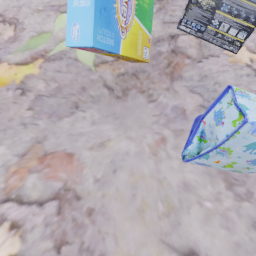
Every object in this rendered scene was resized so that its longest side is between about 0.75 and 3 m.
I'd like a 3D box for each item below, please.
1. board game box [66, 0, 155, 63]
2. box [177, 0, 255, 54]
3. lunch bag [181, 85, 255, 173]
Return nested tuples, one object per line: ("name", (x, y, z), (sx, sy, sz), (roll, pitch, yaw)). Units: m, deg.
("board game box", (-0.209, -2.622, 5.988), (0.577, 2.188, 2.860), (8, 10, 24))
("box", (1.855, -2.261, 5.638), (1.441, 1.162, 0.354), (24, 56, 1))
("lunch bag", (1.594, 0.176, 4.098), (1.149, 1.351, 0.861), (15, 43, -17))
